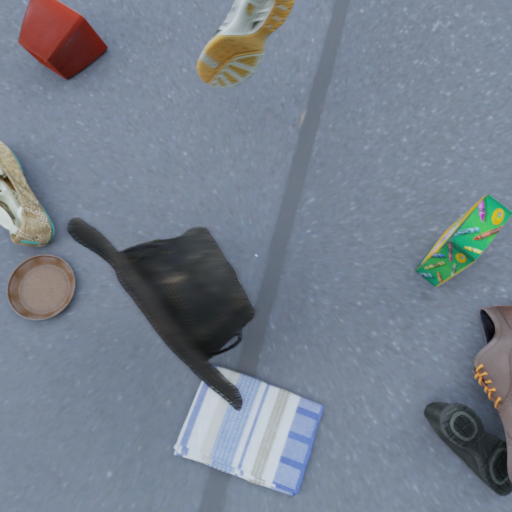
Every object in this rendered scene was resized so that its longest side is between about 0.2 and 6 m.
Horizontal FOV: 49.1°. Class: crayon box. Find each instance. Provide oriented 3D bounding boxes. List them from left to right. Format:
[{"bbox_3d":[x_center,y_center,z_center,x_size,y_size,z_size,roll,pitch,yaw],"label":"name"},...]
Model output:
[{"bbox_3d":[3.948,-0.231,10.846,0.597,2.050,1.218,40,75,9],"label":"crayon box"}]

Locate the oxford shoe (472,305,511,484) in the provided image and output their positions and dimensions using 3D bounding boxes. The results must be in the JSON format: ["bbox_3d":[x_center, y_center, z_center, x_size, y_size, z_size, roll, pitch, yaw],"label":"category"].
[{"bbox_3d":[4.564,2.456,10.124,1.337,1.308,3.668,11,47,12],"label":"oxford shoe"}]

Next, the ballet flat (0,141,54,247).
[{"bbox_3d":[-5.266,-1.371,11.731,2.836,0.926,1.000,51,122,16],"label":"ballet flat"}]

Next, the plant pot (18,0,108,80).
[{"bbox_3d":[-4.556,-4.960,12.895,1.418,1.419,1.251,34,89,11],"label":"plant pot"}]

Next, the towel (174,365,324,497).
[{"bbox_3d":[-0.122,3.267,10.608,2.469,0.294,1.813,19,70,4],"label":"towel"}]

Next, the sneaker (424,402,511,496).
[{"bbox_3d":[3.967,3.438,10.273,0.845,1.010,2.226,-42,98,-13],"label":"sneaker"}]

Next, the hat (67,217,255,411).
[{"bbox_3d":[-1.146,0.449,8.951,1.649,4.087,4.087,-43,76,-14],"label":"hat"}]

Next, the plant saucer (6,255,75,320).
[{"bbox_3d":[-4.382,0.661,11.503,1.386,0.254,1.386,0,72,0],"label":"plant saucer"}]

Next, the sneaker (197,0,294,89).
[{"bbox_3d":[-0.116,-4.032,9.852,0.966,2.553,1.119,29,47,-24],"label":"sneaker"}]
